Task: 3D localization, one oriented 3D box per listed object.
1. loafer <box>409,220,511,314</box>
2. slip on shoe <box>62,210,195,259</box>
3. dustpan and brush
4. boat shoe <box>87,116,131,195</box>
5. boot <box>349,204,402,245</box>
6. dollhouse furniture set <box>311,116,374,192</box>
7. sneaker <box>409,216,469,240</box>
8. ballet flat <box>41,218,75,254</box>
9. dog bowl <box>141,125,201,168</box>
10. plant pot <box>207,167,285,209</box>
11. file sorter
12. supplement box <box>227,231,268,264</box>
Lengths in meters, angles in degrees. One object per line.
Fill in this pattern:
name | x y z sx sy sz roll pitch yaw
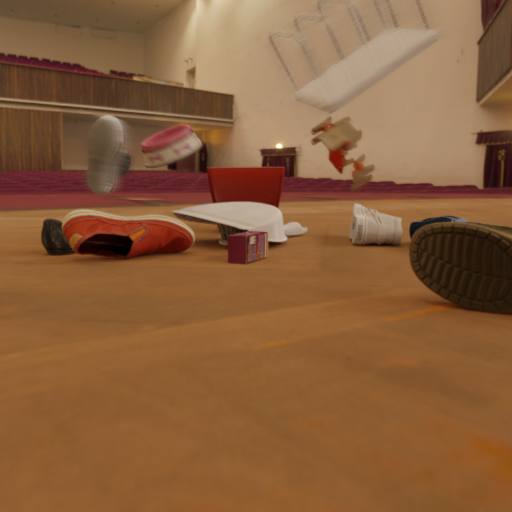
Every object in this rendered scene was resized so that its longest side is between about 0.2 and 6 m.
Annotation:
loafer | 3.392 0.213 7.063 2.900 1.103 0.978 17 15 32
slip on shoe | -2.523 -0.312 11.442 2.759 1.022 0.844 5 47 -34
dustpan and brush | 0.093 -0.757 14.321 2.693 1.104 3.859 16 23 40
boat shoe | -2.835 -2.103 10.975 0.659 1.864 0.846 30 46 1
boot | 3.058 -0.726 14.323 1.208 0.930 2.528 7 17 4
dollhouse furniture set | 1.641 -2.124 11.310 0.747 1.449 1.434 -34 -18 -7
sneaker | 4.466 -0.563 12.744 0.943 0.848 2.420 -10 9 -13
ballet flat | -3.868 -0.567 12.952 0.925 0.790 2.782 2 9 17
dog bowl | -2.105 -2.687 13.572 1.482 0.546 1.482 -18 25 8
plant pot | -0.270 -1.668 16.621 2.169 1.913 2.171 0 9 1
file sorter | 1.363 -3.216 8.241 1.912 1.191 1.327 -35 30 -3
supplement box | -0.154 -0.180 11.151 0.428 0.552 1.000 3 9 26
